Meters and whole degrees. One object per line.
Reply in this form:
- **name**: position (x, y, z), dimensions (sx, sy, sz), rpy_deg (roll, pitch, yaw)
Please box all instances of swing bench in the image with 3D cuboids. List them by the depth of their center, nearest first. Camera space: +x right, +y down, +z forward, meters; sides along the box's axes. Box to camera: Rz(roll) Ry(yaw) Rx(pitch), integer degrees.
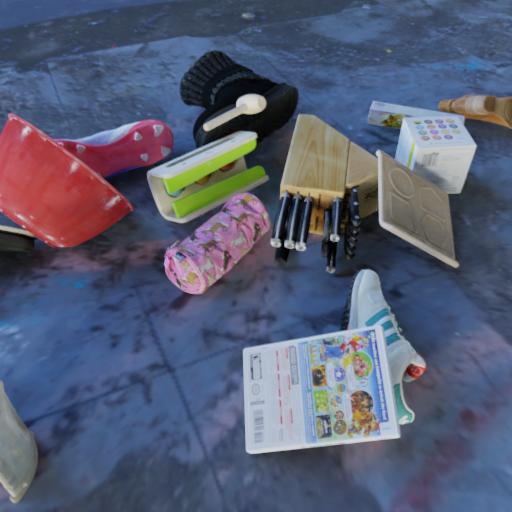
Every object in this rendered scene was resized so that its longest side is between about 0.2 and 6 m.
- **swing bench**: position (-3.597, 2.119, 6.984), dimensions (1.579, 1.571, 1.025), rpy_deg (10, 45, 10)

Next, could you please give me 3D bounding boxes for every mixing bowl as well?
- **mixing bowl**: position (-3.673, -1.083, 9.980), dimensions (2.661, 2.661, 1.441), rpy_deg (31, 81, 28)

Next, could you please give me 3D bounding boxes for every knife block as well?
- **knife block**: position (0.884, -1.205, 10.760), dimensions (2.968, 1.082, 3.381), rpy_deg (-25, 50, -25)

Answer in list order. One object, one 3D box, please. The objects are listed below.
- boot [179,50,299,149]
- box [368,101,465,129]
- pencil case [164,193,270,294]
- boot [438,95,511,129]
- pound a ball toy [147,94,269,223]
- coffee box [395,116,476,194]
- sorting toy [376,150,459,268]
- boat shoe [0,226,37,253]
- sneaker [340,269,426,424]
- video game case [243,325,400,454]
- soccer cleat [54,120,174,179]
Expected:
- **boot**: position (-0.928, -3.531, 12.974), dimensions (2.590, 1.303, 3.464), rpy_deg (32, 42, 20)
- **box**: position (3.795, -3.245, 13.367), dimensions (2.203, 0.426, 0.457), rpy_deg (13, 45, 13)
- **pencil case**: position (-0.652, -0.265, 9.961), dimensions (0.890, 0.931, 2.151), rpy_deg (4, 36, 44)
- **boot**: position (5.418, -3.459, 13.511), dimensions (1.774, 0.680, 1.378), rpy_deg (0, 10, -31)
- **pound a ball toy**: position (-0.908, -1.997, 11.165), dimensions (2.613, 1.704, 1.110), rpy_deg (-32, 29, -28)
- **coffee box**: position (3.649, -2.087, 11.619), dimensions (1.181, 1.183, 1.170), rpy_deg (-2, 44, -2)
- **sorting toy**: position (2.882, -0.845, 10.253), dimensions (1.831, 0.361, 1.978), rpy_deg (25, 48, -24)
- **boat shoe**: position (-5.361, -0.203, 9.963), dimensions (2.763, 1.011, 0.866), rpy_deg (2, 82, -13)
- **sneaker**: position (1.861, 1.351, 8.335), dimensions (1.207, 0.909, 2.582), rpy_deg (11, 48, 5)
- **video game case**: position (0.794, 1.784, 7.465), dimensions (2.012, 0.181, 1.441), rpy_deg (-13, 60, 19)
- **soccer cleat**: position (-3.380, -2.158, 11.970), dimensions (3.323, 1.108, 1.270), rpy_deg (-18, 19, -12)
